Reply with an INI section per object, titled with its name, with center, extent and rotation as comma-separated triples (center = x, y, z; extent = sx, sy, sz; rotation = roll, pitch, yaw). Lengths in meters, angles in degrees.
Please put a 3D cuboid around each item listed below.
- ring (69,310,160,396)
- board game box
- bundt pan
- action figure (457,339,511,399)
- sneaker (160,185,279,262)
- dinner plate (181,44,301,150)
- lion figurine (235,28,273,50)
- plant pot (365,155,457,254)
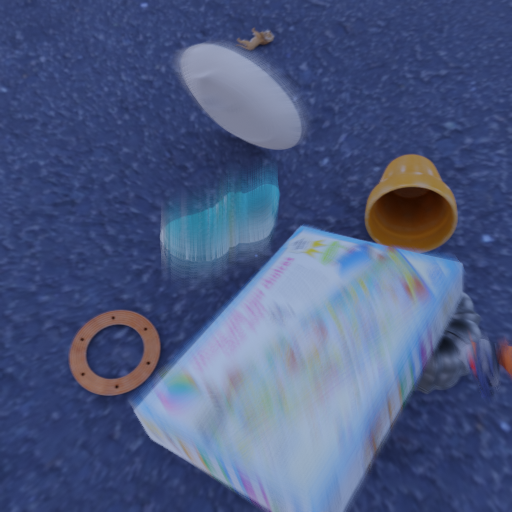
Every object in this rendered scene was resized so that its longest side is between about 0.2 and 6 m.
[ring]
center = -2.467, 1.688, 9.829
extent = 1.573, 0.151, 1.573
rotation = 0, 60, 1
[board game box]
center = 0.814, 1.415, 8.463
extent = 3.024, 0.770, 4.498
rotation = 17, 49, 34
[bundt pan]
center = 2.848, 1.189, 9.728
extent = 2.231, 0.837, 2.231
rotation = 0, 60, 0
[action figure]
center = 3.254, 1.441, 7.489
extent = 1.073, 1.109, 0.580
rotation = 8, 47, 22
[sneaker]
center = -0.555, -0.642, 9.218
extent = 2.370, 0.944, 0.918
rotation = -25, 62, -39
[dinner plate]
center = -0.383, -2.980, 11.085
extent = 2.790, 2.790, 0.338
rotation = 30, 74, 17
[lion figurine]
center = -0.036, -5.339, 13.967
extent = 0.901, 0.326, 0.552
rotation = -40, 74, -6
[plant pot]
center = 2.958, -1.123, 10.787
extent = 1.635, 1.635, 1.497
rotation = 10, 44, 6
